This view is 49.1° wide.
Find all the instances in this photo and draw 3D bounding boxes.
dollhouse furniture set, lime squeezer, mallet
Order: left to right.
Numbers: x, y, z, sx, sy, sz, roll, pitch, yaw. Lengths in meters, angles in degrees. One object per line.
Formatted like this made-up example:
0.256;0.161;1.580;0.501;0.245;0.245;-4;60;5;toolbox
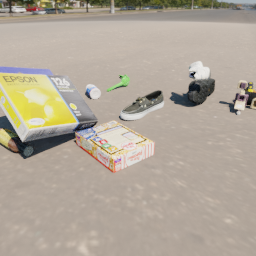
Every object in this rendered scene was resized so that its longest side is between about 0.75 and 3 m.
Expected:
-0.313;-2.437;14.782;0.927;0.495;2.624;-25;19;22;lime squeezer
5.815;-1.689;12.986;0.894;0.559;2.716;13;28;27;mallet
5.080;-1.007;11.165;1.614;1.279;1.145;13;45;19;dollhouse furniture set

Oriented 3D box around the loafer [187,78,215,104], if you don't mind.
3.166;-1.715;12.687;0.969;0.937;2.760;8;23;29;loafer

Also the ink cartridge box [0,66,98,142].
-2.694;-1.046;8.761;2.913;0.685;2.879;55;31;14;ink cartridge box

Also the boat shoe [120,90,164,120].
0.589;-0.967;11.345;0.822;0.678;2.394;23;34;38;boat shoe

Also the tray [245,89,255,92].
5.912;-1.688;13.416;0.412;0.155;0.836;3;27;7;tray

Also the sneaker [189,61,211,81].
2.762;-2.320;11.410;0.719;0.615;1.651;-10;23;-4;sneaker

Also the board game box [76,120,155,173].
-0.434;0.471;8.654;1.549;0.473;2.045;-19;32;-34;board game box

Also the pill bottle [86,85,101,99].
-1.655;-1.716;13.056;0.520;0.520;0.927;-11;28;-21;pill bottle

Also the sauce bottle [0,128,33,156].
-3.511;0.456;8.694;1.583;0.523;0.523;22;34;33;sauce bottle
